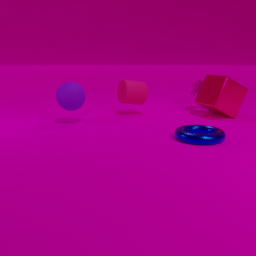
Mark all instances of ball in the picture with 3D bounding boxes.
[{"bbox_3d":[-1.784,-0.988,8.737,0.906,0.906,0.906,0,14,0],"label":"ball"}]

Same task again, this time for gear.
[{"bbox_3d":[3.113,-1.271,10.944,1.389,1.389,0.257,-9,-28,-32],"label":"gear"}]

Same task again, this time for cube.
[{"bbox_3d":[3.222,-1.110,9.739,1.095,1.095,1.095,23,3,-26],"label":"cube"}]

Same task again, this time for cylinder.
[{"bbox_3d":[0.156,-1.293,10.202,0.854,0.854,0.854,2,12,-26],"label":"cylinder"}]

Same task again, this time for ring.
[{"bbox_3d":[1.819,0.156,7.113,1.277,0.255,1.277,0,14,0],"label":"ring"}]
